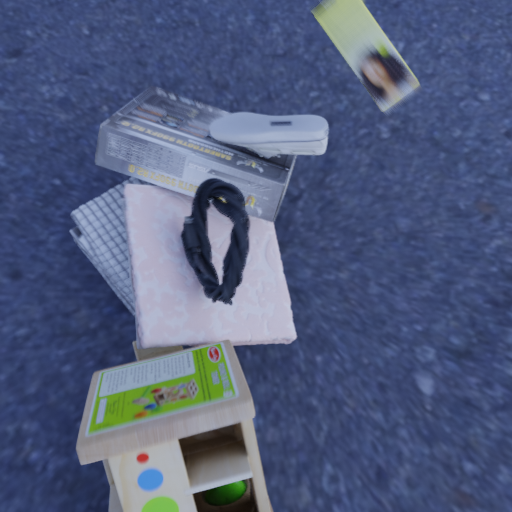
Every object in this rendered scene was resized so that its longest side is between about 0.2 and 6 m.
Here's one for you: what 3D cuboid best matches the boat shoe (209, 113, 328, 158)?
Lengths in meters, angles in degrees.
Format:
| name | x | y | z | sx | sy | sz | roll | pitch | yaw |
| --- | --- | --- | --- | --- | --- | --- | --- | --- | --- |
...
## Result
| name | x | y | z | sx | sy | sz | roll | pitch | yaw |
| --- | --- | --- | --- | --- | --- | --- | --- | --- | --- |
| boat shoe | 0.175 | -1.613 | 7.680 | 1.613 | 0.530 | 0.580 | -1 | 46 | 5 |

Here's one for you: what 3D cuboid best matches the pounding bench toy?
| name | x | y | z | sx | sy | sz | roll | pitch | yaw |
| --- | --- | --- | --- | --- | --- | --- | --- | --- | --- |
| pounding bench toy | -0.882 | 2.285 | 6.762 | 1.692 | 2.724 | 2.125 | -13 | 105 | -8 |

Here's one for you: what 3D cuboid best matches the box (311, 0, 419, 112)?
| name | x | y | z | sx | sy | sz | roll | pitch | yaw |
| --- | --- | --- | --- | --- | --- | --- | --- | --- | --- |
| box | 1.704 | -3.223 | 8.690 | 0.718 | 0.478 | 1.909 | -36 | 92 | 23 |

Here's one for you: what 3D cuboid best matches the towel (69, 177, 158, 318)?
| name | x | y | z | sx | sy | sz | roll | pitch | yaw |
| --- | --- | --- | --- | --- | --- | --- | --- | --- | --- |
| towel | -1.546 | -0.131 | 8.371 | 1.709 | 0.883 | 2.064 | -37 | 79 | -22 |

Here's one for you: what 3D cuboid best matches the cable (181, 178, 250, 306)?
| name | x | y | z | sx | sy | sz | roll | pitch | yaw |
| --- | --- | --- | --- | --- | --- | --- | --- | --- | --- |
| cable | -0.436 | -0.151 | 6.904 | 0.399 | 1.280 | 1.569 | 3 | 60 | -37 |

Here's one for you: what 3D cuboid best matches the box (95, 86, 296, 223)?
| name | x | y | z | sx | sy | sz | roll | pitch | yaw |
| --- | --- | --- | --- | --- | --- | --- | --- | --- | --- |
| box | -0.728 | -1.586 | 8.319 | 2.615 | 0.632 | 2.071 | 18 | 33 | 0 |

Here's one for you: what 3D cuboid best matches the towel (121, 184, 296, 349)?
| name | x | y | z | sx | sy | sz | roll | pitch | yaw |
| --- | --- | --- | --- | --- | --- | --- | --- | --- | --- |
| towel | -0.646 | 0.123 | 7.709 | 2.234 | 0.377 | 2.339 | 0 | 66 | -26 |
